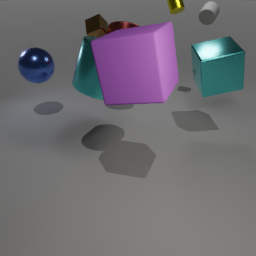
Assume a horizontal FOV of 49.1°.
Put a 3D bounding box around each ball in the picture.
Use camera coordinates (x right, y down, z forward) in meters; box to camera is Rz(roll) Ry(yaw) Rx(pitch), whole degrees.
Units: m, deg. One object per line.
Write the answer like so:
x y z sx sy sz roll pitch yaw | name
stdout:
-3.640 -2.484 11.159 1.400 1.400 1.400 0 28 0 | ball

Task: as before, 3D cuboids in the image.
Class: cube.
3.048 -2.109 9.630 1.400 1.400 1.400 -11 38 5 | cube
0.230 -1.418 6.168 1.400 1.400 1.400 0 27 23 | cube
-1.259 -4.077 11.456 0.700 0.700 0.700 -14 -16 22 | cube

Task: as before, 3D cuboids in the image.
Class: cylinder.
-0.753 -1.711 7.984 1.400 1.400 1.400 16 25 -8 | cylinder
-0.172 -3.340 11.229 1.400 1.400 1.400 7 1 0 | cylinder
2.226 -5.787 13.047 0.700 0.700 0.700 -15 0 0 | cylinder
3.396 -4.799 11.723 0.700 0.700 0.700 14 52 25 | cylinder
